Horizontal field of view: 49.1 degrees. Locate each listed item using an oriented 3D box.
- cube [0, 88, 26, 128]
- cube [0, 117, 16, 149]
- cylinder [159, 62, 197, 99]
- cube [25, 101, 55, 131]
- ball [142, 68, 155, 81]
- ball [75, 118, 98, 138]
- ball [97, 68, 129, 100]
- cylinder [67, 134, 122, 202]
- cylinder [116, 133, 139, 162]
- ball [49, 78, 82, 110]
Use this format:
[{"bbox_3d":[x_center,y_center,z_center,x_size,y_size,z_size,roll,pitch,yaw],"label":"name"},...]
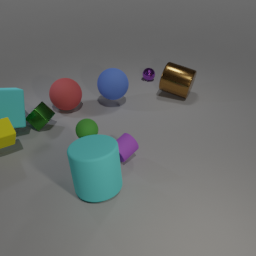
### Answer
[{"bbox_3d":[-4.714,-0.759,10.468,1.400,1.400,1.400,-6,13,-30],"label":"cube"},{"bbox_3d":[-4.186,0.190,9.233,0.700,0.700,0.700,-21,66,-35],"label":"cube"},{"bbox_3d":[2.376,-2.282,13.392,1.400,1.400,1.400,22,36,14],"label":"cylinder"},{"bbox_3d":[-3.420,-0.465,10.927,0.700,0.700,0.700,-37,18,29],"label":"cube"},{"bbox_3d":[1.138,-2.946,15.351,0.700,0.700,0.700,0,31,0],"label":"ball"},{"bbox_3d":[-1.262,0.056,8.614,0.700,0.700,0.700,0,31,0],"label":"ball"},{"bbox_3d":[-0.670,-1.953,12.453,1.400,1.400,1.400,0,31,0],"label":"ball"},{"bbox_3d":[-0.911,1.107,7.930,1.400,1.400,1.400,-4,27,2],"label":"cylinder"},{"bbox_3d":[-0.128,0.638,9.191,0.700,0.700,0.700,-41,47,-22],"label":"cylinder"},{"bbox_3d":[-2.707,-1.471,12.188,1.400,1.400,1.400,0,31,0],"label":"ball"}]
